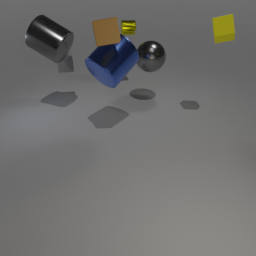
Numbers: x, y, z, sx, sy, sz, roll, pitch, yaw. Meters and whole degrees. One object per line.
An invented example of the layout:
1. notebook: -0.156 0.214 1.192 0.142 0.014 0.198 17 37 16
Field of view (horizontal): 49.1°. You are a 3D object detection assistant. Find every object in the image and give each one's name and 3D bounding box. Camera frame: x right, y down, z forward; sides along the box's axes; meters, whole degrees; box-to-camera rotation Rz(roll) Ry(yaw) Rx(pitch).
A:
1. cube: -2.875 -3.005 12.784 0.700 0.700 0.700 -7 40 -11
2. ball: 1.021 -3.241 12.715 1.400 1.400 1.400 0 30 0
3. cylinder: 0.001 -4.987 13.933 0.700 0.700 0.700 -3 30 -9
4. cube: -0.622 -2.862 8.287 0.700 0.700 0.700 -8 23 4
5. cylinder: -0.553 -2.381 9.912 1.400 1.400 1.400 28 72 39
6. cube: 3.442 -3.556 10.090 0.700 0.700 0.700 -6 -6 19
7. cylinder: -3.121 -3.548 11.233 1.400 1.400 1.400 31 33 -2
